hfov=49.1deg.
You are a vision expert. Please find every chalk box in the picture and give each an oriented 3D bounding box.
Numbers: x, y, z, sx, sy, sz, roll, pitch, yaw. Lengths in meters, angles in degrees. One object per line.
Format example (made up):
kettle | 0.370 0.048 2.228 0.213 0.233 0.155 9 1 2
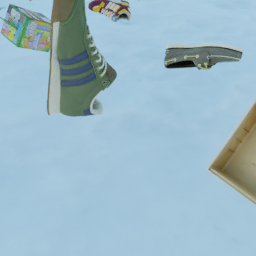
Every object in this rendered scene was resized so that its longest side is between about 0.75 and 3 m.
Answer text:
chalk box | -2.901 -2.803 7.898 0.899 0.895 1.446 41 26 23

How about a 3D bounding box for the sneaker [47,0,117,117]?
sneaker | -0.790 -1.247 5.208 1.251 2.788 0.935 8 47 -11

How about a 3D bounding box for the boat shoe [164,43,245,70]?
boat shoe | 1.526 -1.468 5.873 1.750 0.523 0.625 14 3 40

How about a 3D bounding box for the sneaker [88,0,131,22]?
sneaker | -0.417 -2.757 6.590 1.029 0.386 0.464 -5 78 -15

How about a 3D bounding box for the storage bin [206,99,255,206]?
storage bin | 2.186 0.501 4.253 1.321 1.330 0.623 39 11 36
